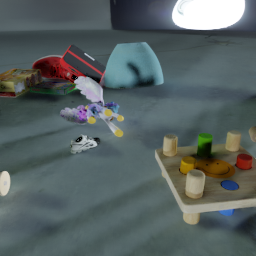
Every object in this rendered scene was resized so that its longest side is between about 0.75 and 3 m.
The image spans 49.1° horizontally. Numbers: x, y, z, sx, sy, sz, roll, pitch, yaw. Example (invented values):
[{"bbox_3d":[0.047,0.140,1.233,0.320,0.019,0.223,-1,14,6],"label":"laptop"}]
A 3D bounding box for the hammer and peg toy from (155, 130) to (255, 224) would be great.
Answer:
[{"bbox_3d":[1.949,0.763,4.996,2.602,0.917,1.913,-3,23,-7],"label":"hammer and peg toy"}]

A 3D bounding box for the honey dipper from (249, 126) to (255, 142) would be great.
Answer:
[{"bbox_3d":[3.135,0.422,6.645,0.303,0.303,1.596,6,27,13],"label":"honey dipper"}]

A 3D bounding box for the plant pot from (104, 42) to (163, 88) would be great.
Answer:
[{"bbox_3d":[0.190,-2.662,11.643,2.494,1.680,2.494,-4,16,1],"label":"plant pot"}]

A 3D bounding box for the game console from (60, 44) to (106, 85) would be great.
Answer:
[{"bbox_3d":[-1.923,-2.737,12.285,1.917,0.297,1.695,33,37,-16],"label":"game console"}]

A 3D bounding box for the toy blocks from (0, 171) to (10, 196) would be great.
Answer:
[{"bbox_3d":[-2.825,1.111,4.794,1.230,0.447,1.025,0,24,1],"label":"toy blocks"}]

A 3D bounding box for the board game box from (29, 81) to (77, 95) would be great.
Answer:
[{"bbox_3d":[-3.062,-1.657,11.523,1.578,0.230,1.062,7,25,15],"label":"board game box"}]

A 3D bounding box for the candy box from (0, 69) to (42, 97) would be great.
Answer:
[{"bbox_3d":[-4.693,-1.917,11.582,1.347,0.646,2.335,4,23,8],"label":"candy box"}]

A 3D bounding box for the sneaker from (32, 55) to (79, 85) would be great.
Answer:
[{"bbox_3d":[-2.984,-2.654,12.751,2.912,1.141,1.682,-4,22,-5],"label":"sneaker"}]

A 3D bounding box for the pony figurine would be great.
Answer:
[{"bbox_3d":[-0.899,-0.486,7.814,1.609,1.388,1.666,26,9,-25],"label":"pony figurine"}]

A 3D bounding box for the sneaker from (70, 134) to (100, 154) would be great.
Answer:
[{"bbox_3d":[-1.009,0.314,6.765,0.311,0.372,0.840,19,28,40],"label":"sneaker"}]
